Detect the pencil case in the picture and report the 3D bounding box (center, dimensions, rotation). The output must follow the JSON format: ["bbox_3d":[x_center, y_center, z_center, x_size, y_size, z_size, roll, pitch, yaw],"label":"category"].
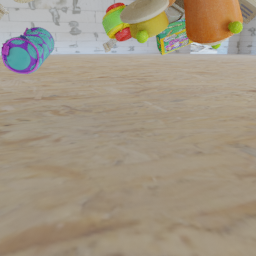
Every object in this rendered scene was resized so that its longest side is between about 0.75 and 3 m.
[{"bbox_3d":[-2.463,-2.031,7.083,0.930,0.857,2.013,32,19,-17],"label":"pencil case"}]

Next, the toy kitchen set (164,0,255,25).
[{"bbox_3d":[1.820,-2.729,7.115,1.924,2.132,1.740,32,57,-8],"label":"toy kitchen set"}]

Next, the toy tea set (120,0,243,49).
[{"bbox_3d":[0.781,-1.767,3.954,1.409,0.877,2.369,-8,43,21],"label":"toy tea set"}]

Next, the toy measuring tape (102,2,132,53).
[{"bbox_3d":[-0.427,-2.650,7.682,0.958,0.958,2.605,-10,-4,-28],"label":"toy measuring tape"}]

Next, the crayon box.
[{"bbox_3d":[1.237,-2.265,6.812,1.086,0.316,0.645,-22,-24,2],"label":"crayon box"}]

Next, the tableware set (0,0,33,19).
[{"bbox_3d":[-3.184,-3.205,6.602,2.815,0.327,2.351,-29,-1,9],"label":"tableware set"}]
